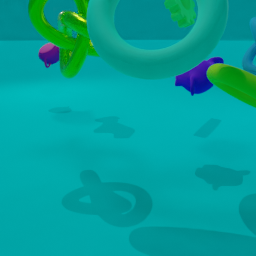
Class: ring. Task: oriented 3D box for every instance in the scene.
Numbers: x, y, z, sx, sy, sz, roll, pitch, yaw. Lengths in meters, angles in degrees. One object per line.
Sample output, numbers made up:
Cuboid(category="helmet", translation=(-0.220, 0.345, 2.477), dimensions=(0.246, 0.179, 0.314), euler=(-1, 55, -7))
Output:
Cuboid(category="ring", translation=(0.376, -1.620, 3.928), dimensions=(1.970, 1.970, 0.394), euler=(4, -11, 11))
Cuboid(category="ring", translation=(1.825, -0.594, 4.318), dimensions=(1.326, 0.265, 1.326), euler=(29, 9, -5))

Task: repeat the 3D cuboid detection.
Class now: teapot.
Cuboid(category="teapot", translation=(-2.748, -2.653, 10.099), dimensions=(0.838, 0.660, 1.348), euler=(-6, 49, 19))

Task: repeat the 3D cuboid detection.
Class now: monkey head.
Cuboid(category="monkey head", translation=(1.340, -1.163, 5.504), dimensions=(0.784, 0.936, 1.301), euler=(16, 46, 40))

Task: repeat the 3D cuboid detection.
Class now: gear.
Cuboid(category="gear", translation=(1.535, -3.945, 8.475), dimensions=(0.322, 1.742, 1.742), euler=(-14, 9, 35))

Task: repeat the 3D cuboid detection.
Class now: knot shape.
Cuboid(category="knot shape", translation=(-0.873, -1.654, 4.953), dimensions=(1.603, 1.713, 0.792), euler=(22, 48, 28))
Cuboid(category="knot shape", translation=(2.299, -1.229, 4.530), dimensions=(1.091, 1.021, 0.504), euler=(33, -14, 1))
